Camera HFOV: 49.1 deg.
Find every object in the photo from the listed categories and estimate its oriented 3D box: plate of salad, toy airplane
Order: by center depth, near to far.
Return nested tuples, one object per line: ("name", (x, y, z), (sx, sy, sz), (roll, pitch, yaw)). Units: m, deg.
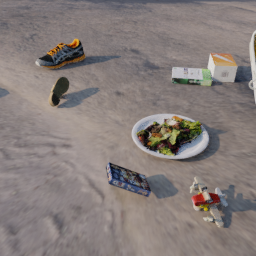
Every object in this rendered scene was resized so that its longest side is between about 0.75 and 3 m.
("toy airplane", (1.471, 1.360, 5.223), (0.770, 0.546, 0.774), (43, 29, -6))
("plate of salad", (1.064, 0.078, 7.060), (1.939, 0.466, 1.939), (0, 35, 0))

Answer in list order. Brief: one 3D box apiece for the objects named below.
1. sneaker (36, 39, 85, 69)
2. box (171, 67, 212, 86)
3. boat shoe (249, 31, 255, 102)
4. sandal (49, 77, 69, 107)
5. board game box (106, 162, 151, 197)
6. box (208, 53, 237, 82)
("sneaker", (-2.709, -2.964, 11.193), (2.139, 0.826, 0.837), (-30, 46, -34))
("box", (2.279, -1.869, 10.106), (1.378, 0.250, 0.995), (5, 35, 9))
("boat shoe", (3.554, -1.264, 6.856), (1.062, 1.226, 2.875), (-12, 66, 31))
("sandal", (-2.304, -1.133, 8.845), (0.445, 0.496, 1.352), (-17, 38, 25))
("board game box", (0.001, 1.018, 5.531), (0.861, 0.149, 0.584), (23, 19, -20))
("box", (3.442, -2.236, 10.293), (0.791, 0.620, 1.272), (3, 35, 5))
